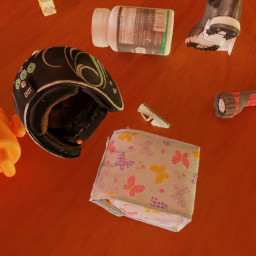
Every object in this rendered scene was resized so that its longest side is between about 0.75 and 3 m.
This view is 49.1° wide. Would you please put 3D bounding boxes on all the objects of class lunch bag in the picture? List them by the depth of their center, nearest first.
[{"bbox_3d":[0.406,1.182,6.750,2.252,1.432,1.910,16,57,-1],"label":"lunch bag"}]

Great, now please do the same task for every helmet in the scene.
[{"bbox_3d":[-1.150,-0.586,5.419,2.022,2.022,1.927,-12,35,-9],"label":"helmet"}]

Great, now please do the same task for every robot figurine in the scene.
[{"bbox_3d":[-3.717,0.272,7.400,1.734,1.406,2.411,-43,60,13],"label":"robot figurine"}]

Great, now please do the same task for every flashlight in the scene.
[{"bbox_3d":[3.850,-0.806,8.569,2.311,0.782,0.785,-6,11,-9],"label":"flashlight"}]

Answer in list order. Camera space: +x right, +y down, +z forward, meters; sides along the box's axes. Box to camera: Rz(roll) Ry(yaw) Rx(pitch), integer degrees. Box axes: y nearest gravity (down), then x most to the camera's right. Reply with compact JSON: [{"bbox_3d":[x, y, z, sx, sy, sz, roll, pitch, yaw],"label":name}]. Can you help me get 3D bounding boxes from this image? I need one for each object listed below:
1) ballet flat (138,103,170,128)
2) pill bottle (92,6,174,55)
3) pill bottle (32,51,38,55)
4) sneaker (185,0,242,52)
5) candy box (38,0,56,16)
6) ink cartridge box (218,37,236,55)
[{"bbox_3d":[0.762,-0.290,8.479,0.371,0.402,1.191,-48,60,2],"label":"ballet flat"},{"bbox_3d":[0.186,-3.474,9.947,2.723,1.540,1.540,6,55,5],"label":"pill bottle"},{"bbox_3d":[-2.890,-2.279,9.722,0.532,0.532,1.021,-37,63,-23],"label":"pill bottle"},{"bbox_3d":[1.596,-1.964,5.195,0.634,1.909,0.864,14,94,-5],"label":"sneaker"},{"bbox_3d":[-3.531,-5.763,11.283,0.555,2.005,1.157,-19,56,-10],"label":"candy box"},{"bbox_3d":[3.552,-3.482,10.393,0.479,0.832,1.436,3,55,2],"label":"ink cartridge box"}]
